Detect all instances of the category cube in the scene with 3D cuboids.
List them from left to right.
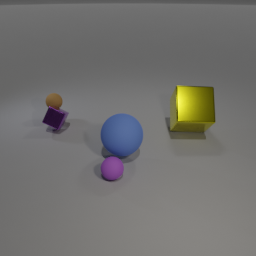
[{"bbox_3d":[-2.872,-0.420,11.150,0.700,0.700,0.700,25,7,-4],"label":"cube"},{"bbox_3d":[2.409,-0.693,10.694,1.400,1.400,1.400,2,-15,-1],"label":"cube"}]

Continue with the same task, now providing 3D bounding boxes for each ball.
[{"bbox_3d":[-3.125,-1.124,11.844,0.700,0.700,0.700,0,27,0],"label":"ball"},{"bbox_3d":[-0.475,1.218,8.469,0.700,0.700,0.700,0,27,0],"label":"ball"},{"bbox_3d":[-0.200,0.223,9.186,1.400,1.400,1.400,0,27,0],"label":"ball"}]
